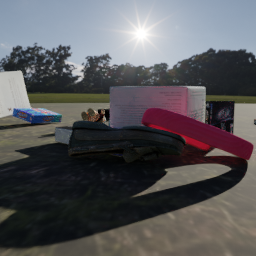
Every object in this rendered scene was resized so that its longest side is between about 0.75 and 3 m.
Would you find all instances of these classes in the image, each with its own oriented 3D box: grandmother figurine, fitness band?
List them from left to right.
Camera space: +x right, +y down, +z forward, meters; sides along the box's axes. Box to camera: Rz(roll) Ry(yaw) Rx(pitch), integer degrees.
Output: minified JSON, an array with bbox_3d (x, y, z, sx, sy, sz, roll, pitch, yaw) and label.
[{"bbox_3d":[-1.311,-0.394,11.104,0.977,0.488,1.610,-18,-11,14],"label":"grandmother figurine"},{"bbox_3d":[1.333,0.109,5.497,2.194,0.411,1.576,20,-3,-3],"label":"fitness band"}]

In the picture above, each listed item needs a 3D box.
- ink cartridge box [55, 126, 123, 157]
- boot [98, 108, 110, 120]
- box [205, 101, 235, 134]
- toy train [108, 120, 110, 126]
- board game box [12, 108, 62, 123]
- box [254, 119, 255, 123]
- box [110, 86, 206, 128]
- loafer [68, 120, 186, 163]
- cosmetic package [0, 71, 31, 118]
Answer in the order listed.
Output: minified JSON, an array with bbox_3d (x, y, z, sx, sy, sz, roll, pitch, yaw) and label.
[{"bbox_3d":[-0.615,0.240,6.891,1.229,0.481,2.596,-6,11,-43],"label":"ink cartridge box"},{"bbox_3d":[-0.320,-0.850,14.824,1.817,0.724,2.205,-8,-2,29],"label":"boot"},{"bbox_3d":[2.764,-0.279,8.454,0.867,1.082,0.236,-1,7,-15],"label":"box"},{"bbox_3d":[0.414,-0.352,11.039,2.288,0.636,1.719,-2,7,-9],"label":"toy train"},{"bbox_3d":[-3.990,-0.559,12.426,1.284,0.380,1.688,18,11,28],"label":"board game box"},{"bbox_3d":[6.145,-0.279,12.426,0.901,0.180,0.617,1,7,7],"label":"box"},{"bbox_3d":[0.947,-0.495,8.315,2.278,1.489,2.266,4,9,26],"label":"box"},{"bbox_3d":[-0.089,0.379,5.332,2.300,0.723,0.826,7,-22,22],"label":"loafer"},{"bbox_3d":[-5.997,-1.410,12.515,1.893,1.904,2.276,-6,13,20],"label":"cosmetic package"}]
